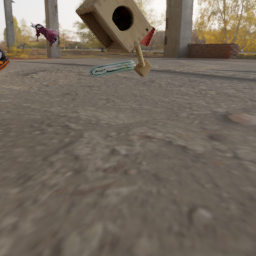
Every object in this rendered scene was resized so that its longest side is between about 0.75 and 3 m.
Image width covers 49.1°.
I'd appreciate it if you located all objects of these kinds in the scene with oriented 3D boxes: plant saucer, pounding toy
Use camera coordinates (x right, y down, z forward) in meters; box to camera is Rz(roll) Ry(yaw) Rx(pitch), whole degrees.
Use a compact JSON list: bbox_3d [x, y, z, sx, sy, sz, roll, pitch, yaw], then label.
[{"bbox_3d":[0.422,-3.101,9.117,0.780,0.778,0.143,26,-16,-11],"label":"plant saucer"},{"bbox_3d":[0.038,-2.340,6.789,0.990,2.164,1.902,-48,30,-8],"label":"pounding toy"}]

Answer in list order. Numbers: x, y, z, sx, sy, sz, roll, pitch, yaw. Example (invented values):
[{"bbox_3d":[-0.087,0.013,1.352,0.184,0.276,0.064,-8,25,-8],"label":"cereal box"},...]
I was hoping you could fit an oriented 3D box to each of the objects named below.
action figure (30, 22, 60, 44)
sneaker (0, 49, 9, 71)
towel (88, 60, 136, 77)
[{"bbox_3d":[-2.355,-2.753,7.888,0.838,0.624,0.561,31,-35,-22],"label":"action figure"},{"bbox_3d":[-2.793,-1.286,5.324,0.845,0.585,1.508,-42,14,-8],"label":"sneaker"},{"bbox_3d":[-0.566,-1.934,9.257,1.469,0.354,1.257,-11,11,-8],"label":"towel"}]
